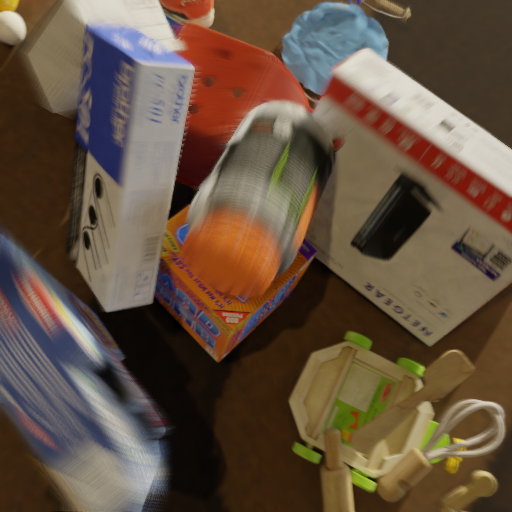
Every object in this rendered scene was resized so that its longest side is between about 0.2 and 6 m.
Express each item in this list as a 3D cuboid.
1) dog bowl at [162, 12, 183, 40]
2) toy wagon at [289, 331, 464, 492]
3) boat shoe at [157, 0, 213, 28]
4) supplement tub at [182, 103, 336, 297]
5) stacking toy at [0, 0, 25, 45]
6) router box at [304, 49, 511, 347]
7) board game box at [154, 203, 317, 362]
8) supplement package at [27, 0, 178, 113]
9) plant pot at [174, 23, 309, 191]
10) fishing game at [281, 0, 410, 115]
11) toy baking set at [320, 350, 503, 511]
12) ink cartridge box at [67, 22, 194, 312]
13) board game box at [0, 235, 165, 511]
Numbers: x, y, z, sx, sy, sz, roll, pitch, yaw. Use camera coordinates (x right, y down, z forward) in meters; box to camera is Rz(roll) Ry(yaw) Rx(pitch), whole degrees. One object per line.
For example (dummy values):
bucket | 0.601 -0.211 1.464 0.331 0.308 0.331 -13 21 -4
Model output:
dog bowl | -2.131 -3.912 9.871 2.251 0.558 1.254 -3 76 0
toy wagon | 1.782 2.405 8.286 2.537 0.502 1.969 26 78 6
boat shoe | -1.742 -4.910 9.683 1.139 1.001 3.201 -36 53 -12
supplement tub | 0.042 -0.692 6.791 1.365 1.365 2.227 22 55 6
stacking toy | -4.716 -4.732 9.853 1.574 1.574 2.155 -32 96 -8
router box | 2.010 -0.630 7.768 3.306 2.967 0.808 38 53 9
board game box | -0.441 0.202 8.066 1.656 1.658 1.657 44 66 11
supplement package | -2.090 -2.749 7.549 1.257 1.614 0.895 -27 97 -40
plant pot | -0.569 -2.215 8.602 2.166 1.909 2.164 24 82 9
fishing game | 1.352 -3.609 9.894 1.881 0.408 2.627 30 81 14
toy baking set | 2.214 3.148 7.824 2.705 0.410 3.524 -10 91 1
ink cartridge box | -1.593 -0.973 6.615 0.669 3.024 1.421 -9 39 -37
board game box | -2.211 1.534 7.072 1.001 3.244 3.246 -38 85 -10
